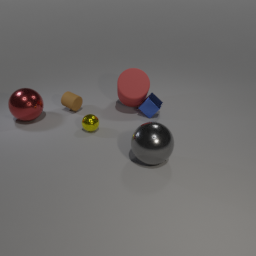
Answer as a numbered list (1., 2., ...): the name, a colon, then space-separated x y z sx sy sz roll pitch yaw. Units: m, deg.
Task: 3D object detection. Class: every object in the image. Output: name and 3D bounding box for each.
1. cylinder: 0.222 -1.783 12.555 1.400 1.400 1.400 -1 -10 -2
2. ball: 0.795 0.495 9.105 1.400 1.400 1.400 0 29 0
3. cube: 0.997 -0.989 12.229 0.700 0.700 0.700 42 33 -5
4. cylinder: -2.525 -1.210 12.597 0.700 0.700 0.700 25 37 24
5. ball: -1.486 -0.206 11.085 0.700 0.700 0.700 0 29 0
6. ball: -4.263 -0.977 11.738 1.400 1.400 1.400 0 29 0
